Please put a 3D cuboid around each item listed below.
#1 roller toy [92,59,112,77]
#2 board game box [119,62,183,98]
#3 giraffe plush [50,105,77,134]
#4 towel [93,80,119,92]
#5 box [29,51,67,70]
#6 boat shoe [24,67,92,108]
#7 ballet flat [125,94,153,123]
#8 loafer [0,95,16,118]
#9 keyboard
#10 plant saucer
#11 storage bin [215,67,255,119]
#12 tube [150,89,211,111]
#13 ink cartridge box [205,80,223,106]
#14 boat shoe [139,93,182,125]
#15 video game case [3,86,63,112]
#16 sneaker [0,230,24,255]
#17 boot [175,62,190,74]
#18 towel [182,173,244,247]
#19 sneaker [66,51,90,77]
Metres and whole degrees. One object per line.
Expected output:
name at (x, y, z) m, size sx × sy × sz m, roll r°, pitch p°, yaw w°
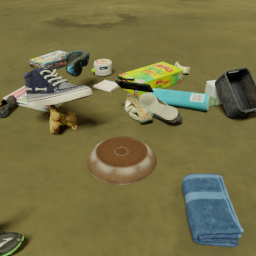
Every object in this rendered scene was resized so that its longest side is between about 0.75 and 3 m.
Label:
roller toy at (-1.335, -3.295, 15.119) m, size 0.989 × 0.757 × 1.084 m, roll 21°, pitch 38°, yaw 29°
board game box at (1.170, -2.463, 13.858) m, size 2.946 × 0.702 × 1.497 m, roll -24°, pitch 40°, yaw -32°
giraffe plush at (-2.391, -0.298, 10.471) m, size 0.992 × 1.056 × 1.224 m, roll 0°, pitch -4°, yaw -19°
towel at (-1.020, -2.077, 13.770) m, size 1.025 × 0.165 × 0.979 m, roll 18°, pitch 37°, yaw 27°
box at (-4.367, -3.946, 16.437) m, size 1.543 × 0.426 × 2.260 m, roll 23°, pitch 39°, yaw 31°
boat shoe at (-2.608, -1.545, 9.885) m, size 2.984 × 1.384 × 1.114 m, roll -5°, pitch 9°, yaw 32°
ballet flat at (0.256, -0.800, 11.343) m, size 0.663 × 0.716 × 2.030 m, roll -27°, pitch 35°, yaw -13°
loafer at (-5.025, -1.005, 11.620) m, size 0.494 × 0.491 × 1.357 m, roll -5°, pitch 40°, yaw 3°
keyboard at (0.160, -1.710, 10.801) m, size 1.583 × 1.006 × 0.163 m, roll 12°, pitch 76°, yaw 32°
plant saucer at (-0.198, 0.874, 8.938) m, size 2.264 × 0.414 × 2.264 m, roll -1°, pitch 33°, yaw 0°
storage bin at (4.433, -1.392, 11.209) m, size 1.208 × 0.838 × 1.787 m, roll -12°, pitch 76°, yaw -18°
tube at (2.124, -1.283, 12.129) m, size 2.754 × 0.694 × 1.066 m, roll 12°, pitch 35°, yaw 23°
ink cartridge box at (4.067, -1.571, 12.217) m, size 1.345 × 0.977 × 0.589 m, roll -9°, pitch 34°, yaw -14°
boat shoe at (1.278, -0.730, 11.346) m, size 0.766 × 0.653 × 2.291 m, roll -52°, pitch 44°, yaw -1°
video game case at (-4.013, -1.423, 12.690) m, size 2.537 × 0.221 × 1.814 m, roll 13°, pitch 35°, yaw 19°
sneaker at (-3.141, 2.440, 6.225) m, size 1.605 × 0.672 × 0.616 m, roll 3°, pitch 33°, yaw 5°
boot at (2.995, -3.287, 15.446) m, size 0.853 × 0.398 × 1.103 m, roll 5°, pitch 39°, yaw 10°
towel at (2.055, 1.956, 7.137) m, size 1.173 × 0.510 × 2.101 m, roll 1°, pitch 33°, yaw 2°
sneaker at (-2.392, -2.865, 12.318) m, size 0.904 × 0.808 × 2.208 m, roll 14°, pitch 28°, yaw 2°
